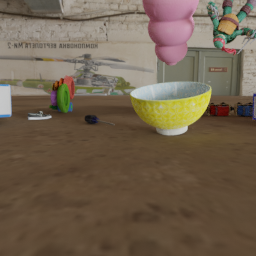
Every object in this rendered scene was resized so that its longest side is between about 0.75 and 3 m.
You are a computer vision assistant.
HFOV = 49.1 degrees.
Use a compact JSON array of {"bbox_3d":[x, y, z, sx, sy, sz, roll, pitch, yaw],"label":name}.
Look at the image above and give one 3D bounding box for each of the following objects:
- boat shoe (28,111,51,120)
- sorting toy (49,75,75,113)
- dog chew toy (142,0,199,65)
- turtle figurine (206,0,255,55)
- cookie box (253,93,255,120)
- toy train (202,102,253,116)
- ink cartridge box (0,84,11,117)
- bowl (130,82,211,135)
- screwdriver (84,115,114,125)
[{"bbox_3d":[-2.926,-0.426,9.281,0.759,0.259,0.280,-4,9,-25],"label":"boat shoe"},{"bbox_3d":[-2.989,-1.392,12.148,0.982,1.437,2.392,0,26,2],"label":"sorting toy"},{"bbox_3d":[1.382,-3.451,9.141,1.760,2.827,1.760,-4,33,3],"label":"dog chew toy"},{"bbox_3d":[2.939,-3.082,8.100,1.657,2.213,1.114,28,-18,-2],"label":"turtle figurine"},{"bbox_3d":[4.986,-0.519,7.640,2.007,0.882,2.346,-2,8,-11],"label":"cookie box"},{"bbox_3d":[3.401,-0.683,10.312,2.894,0.494,0.663,1,11,7],"label":"toy train"},{"bbox_3d":[-4.525,-0.752,8.432,1.664,0.961,2.279,-4,3,-28],"label":"ink cartridge box"},{"bbox_3d":[0.943,-0.395,6.164,1.740,0.936,1.740,-6,20,2],"label":"bowl"},{"bbox_3d":[-0.735,-0.165,7.500,0.286,0.274,1.964,32,-8,-31],"label":"screwdriver"}]
